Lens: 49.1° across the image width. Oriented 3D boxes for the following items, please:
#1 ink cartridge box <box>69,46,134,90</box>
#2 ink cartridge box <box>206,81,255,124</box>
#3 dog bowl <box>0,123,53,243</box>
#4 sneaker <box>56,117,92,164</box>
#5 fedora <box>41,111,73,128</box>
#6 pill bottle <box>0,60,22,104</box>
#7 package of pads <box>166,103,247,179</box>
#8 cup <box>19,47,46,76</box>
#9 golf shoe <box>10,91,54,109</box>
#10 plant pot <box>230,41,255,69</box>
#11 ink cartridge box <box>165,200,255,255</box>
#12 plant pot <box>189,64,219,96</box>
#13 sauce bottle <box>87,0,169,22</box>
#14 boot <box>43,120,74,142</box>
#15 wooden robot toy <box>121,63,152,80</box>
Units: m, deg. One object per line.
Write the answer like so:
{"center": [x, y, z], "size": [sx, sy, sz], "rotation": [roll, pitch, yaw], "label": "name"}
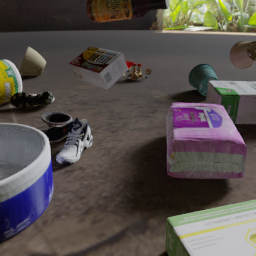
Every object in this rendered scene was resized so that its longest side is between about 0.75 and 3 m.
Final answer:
{"center": [-0.818, -2.023, 8.806], "size": [1.556, 0.653, 1.366], "rotation": [24, 60, 39], "label": "ink cartridge box"}
{"center": [4.159, -0.914, 9.644], "size": [2.513, 1.044, 1.842], "rotation": [1, 24, 2], "label": "ink cartridge box"}
{"center": [-2.891, 0.932, 5.319], "size": [2.828, 1.114, 2.828], "rotation": [0, 24, 0], "label": "dog bowl"}
{"center": [-1.376, 0.232, 7.154], "size": [0.577, 0.941, 1.447], "rotation": [10, 26, 24], "label": "sneaker"}
{"center": [-2.178, -0.141, 8.637], "size": [0.974, 0.440, 0.861], "rotation": [14, 28, 15], "label": "fedora"}
{"center": [-5.599, -1.500, 10.231], "size": [1.654, 1.654, 2.933], "rotation": [18, 29, 36], "label": "pill bottle"}
{"center": [1.795, 0.218, 7.057], "size": [1.642, 1.031, 2.725], "rotation": [3, 24, 6], "label": "package of pads"}
{"center": [-5.145, -3.475, 15.291], "size": [1.112, 1.555, 1.555], "rotation": [20, 17, -20], "label": "cup"}
{"center": [-3.646, -1.038, 10.735], "size": [1.630, 0.629, 0.718], "rotation": [-2, -1, -1], "label": "golf shoe"}
{"center": [3.455, -2.145, 7.998], "size": [0.817, 0.817, 0.748], "rotation": [-2, 6, -4], "label": "plant pot"}
{"center": [2.000, 2.074, 3.285], "size": [2.178, 0.718, 2.993], "rotation": [-6, 22, -15], "label": "ink cartridge box"}
{"center": [3.389, -2.027, 12.206], "size": [1.220, 1.220, 1.195], "rotation": [-1, 31, -3], "label": "plant pot"}
{"center": [-0.020, -3.842, 8.715], "size": [2.561, 0.845, 0.845], "rotation": [0, 22, 23], "label": "sauce bottle"}
{"center": [-1.815, 0.123, 8.192], "size": [1.222, 0.442, 0.881], "rotation": [-19, -6, 3], "label": "boot"}
{"center": [0.290, -2.855, 14.586], "size": [1.863, 0.821, 0.845], "rotation": [6, 35, 14], "label": "wooden robot toy"}
